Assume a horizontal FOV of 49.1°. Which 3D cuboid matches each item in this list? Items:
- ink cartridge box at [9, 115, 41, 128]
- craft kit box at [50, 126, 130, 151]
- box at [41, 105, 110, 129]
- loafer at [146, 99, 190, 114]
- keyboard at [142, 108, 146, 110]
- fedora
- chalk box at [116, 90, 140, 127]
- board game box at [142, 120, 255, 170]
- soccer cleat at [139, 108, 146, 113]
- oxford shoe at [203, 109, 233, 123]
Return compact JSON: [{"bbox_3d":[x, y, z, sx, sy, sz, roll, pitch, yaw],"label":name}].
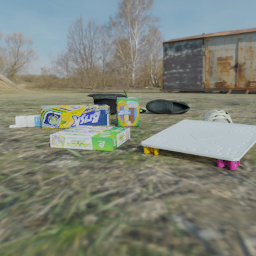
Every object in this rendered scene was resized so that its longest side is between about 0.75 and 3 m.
[{"bbox_3d":[-4.093,-0.265,11.134,1.156,0.386,0.670,-3,10,-20],"label":"ink cartridge box"},{"bbox_3d":[-0.994,0.251,7.931,1.751,0.425,1.730,2,12,14],"label":"craft kit box"},{"bbox_3d":[-2.040,-0.467,10.973,2.584,0.831,0.905,-3,9,-14],"label":"box"},{"bbox_3d":[2.218,-1.188,15.479,2.463,0.836,0.865,1,0,-13],"label":"loafer"},{"bbox_3d":[0.113,-1.266,18.482,2.233,0.119,0.629,2,14,13],"label":"keyboard"},{"bbox_3d":[-1.182,-1.315,15.439,2.412,1.101,2.412,1,4,0],"label":"fedora"},{"bbox_3d":[-0.027,-0.808,11.196,0.887,1.432,0.894,-1,9,-6],"label":"chalk box"},{"bbox_3d":[1.896,0.295,6.867,2.302,0.298,2.302,7,20,38],"label":"board game box"},{"bbox_3d":[0.537,-0.986,15.754,1.112,0.376,0.451,-4,6,-43],"label":"soccer cleat"},{"bbox_3d":[2.739,-0.087,8.564,1.123,0.862,2.987,6,12,14],"label":"oxford shoe"}]
